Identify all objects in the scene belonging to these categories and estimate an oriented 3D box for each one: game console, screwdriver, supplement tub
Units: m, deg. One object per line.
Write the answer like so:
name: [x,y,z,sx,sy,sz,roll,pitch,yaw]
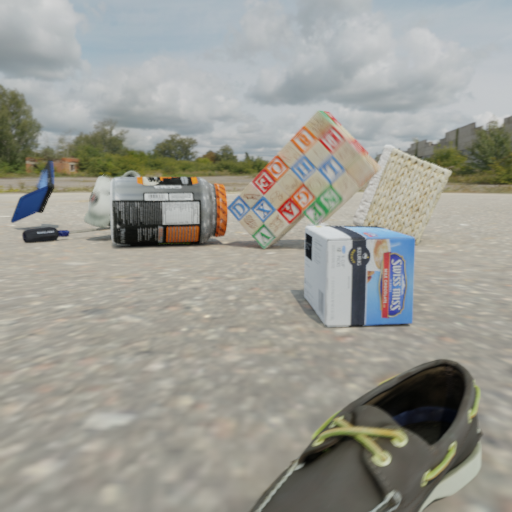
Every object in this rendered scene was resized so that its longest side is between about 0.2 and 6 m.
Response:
game console: [-5.727,-1.639,14.280,0.844,1.217,1.426,3,-25,-33]
screwdriver: [-3.855,-0.495,12.072,2.305,0.322,0.335,-6,41,-40]
supplement tub: [-1.711,-0.868,10.914,2.185,1.339,1.339,-1,8,-14]

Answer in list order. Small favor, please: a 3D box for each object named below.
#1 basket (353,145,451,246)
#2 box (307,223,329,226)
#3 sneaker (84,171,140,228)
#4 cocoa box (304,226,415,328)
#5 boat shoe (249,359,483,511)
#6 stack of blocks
basket: [2.980,-1.233,11.531,1.395,1.734,1.719,25,14,11]
box: [1.379,-0.563,12.460,0.354,0.305,0.356,-6,9,-30]
sneaker: [-2.573,-1.255,12.536,1.011,1.207,2.728,18,11,25]
cocoa box: [0.974,0.148,5.551,0.819,0.832,1.248,-1,8,-4]
boat shoe: [0.454,0.808,2.220,0.559,0.472,1.569,7,10,39]
stack of blocks: [0.841,-1.225,10.200,2.482,1.429,0.727,-44,-7,24]
